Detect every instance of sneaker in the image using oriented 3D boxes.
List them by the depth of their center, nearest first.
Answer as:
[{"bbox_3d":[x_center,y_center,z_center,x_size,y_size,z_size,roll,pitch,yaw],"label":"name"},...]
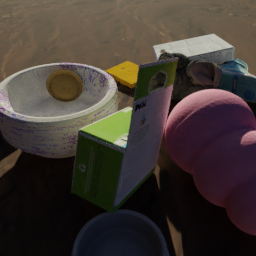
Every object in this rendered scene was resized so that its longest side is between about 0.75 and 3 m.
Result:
[{"bbox_3d":[3.680,-1.608,8.820,2.139,0.851,1.396,30,49,32],"label":"sneaker"}]

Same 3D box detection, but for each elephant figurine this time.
[{"bbox_3d":[1.830,-1.002,7.730,2.452,1.902,1.735,31,4,19],"label":"elephant figurine"}]

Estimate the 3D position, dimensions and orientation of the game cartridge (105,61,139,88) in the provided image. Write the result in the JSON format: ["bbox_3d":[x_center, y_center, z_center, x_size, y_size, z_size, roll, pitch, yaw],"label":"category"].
[{"bbox_3d":[0.054,-1.857,9.673,1.166,0.215,1.323,-32,50,-34],"label":"game cartridge"}]

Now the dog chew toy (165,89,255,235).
[{"bbox_3d":[1.934,0.618,5.296,1.852,1.852,2.974,-13,48,-16],"label":"dog chew toy"}]

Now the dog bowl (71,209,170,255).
[{"bbox_3d":[-0.125,2.038,4.452,1.669,0.490,1.669,0,39,0],"label":"dog bowl"}]

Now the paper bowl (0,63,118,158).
[{"bbox_3d":[-1.619,-0.367,6.688,2.765,1.438,2.765,1,36,-1],"label":"paper bowl"}]

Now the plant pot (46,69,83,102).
[{"bbox_3d":[-1.573,-1.038,6.976,0.901,0.124,0.901,5,70,-14],"label":"plant pot"}]

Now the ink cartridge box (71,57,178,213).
[{"bbox_3d":[-0.008,-0.072,5.153,0.958,2.529,1.869,19,24,22],"label":"ink cartridge box"}]

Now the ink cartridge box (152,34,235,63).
[{"bbox_3d":[2.210,-2.713,10.092,2.486,0.538,2.441,-11,28,7],"label":"ink cartridge box"}]
